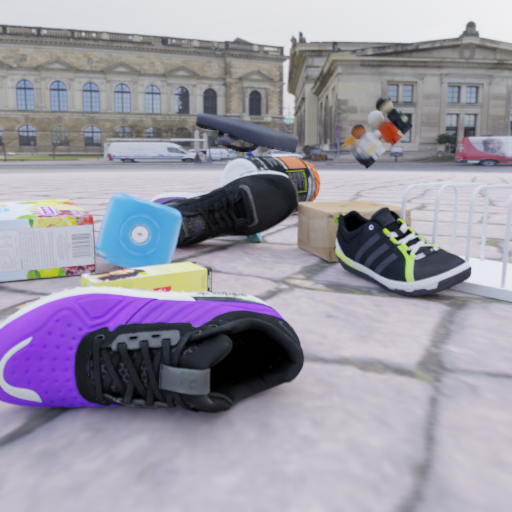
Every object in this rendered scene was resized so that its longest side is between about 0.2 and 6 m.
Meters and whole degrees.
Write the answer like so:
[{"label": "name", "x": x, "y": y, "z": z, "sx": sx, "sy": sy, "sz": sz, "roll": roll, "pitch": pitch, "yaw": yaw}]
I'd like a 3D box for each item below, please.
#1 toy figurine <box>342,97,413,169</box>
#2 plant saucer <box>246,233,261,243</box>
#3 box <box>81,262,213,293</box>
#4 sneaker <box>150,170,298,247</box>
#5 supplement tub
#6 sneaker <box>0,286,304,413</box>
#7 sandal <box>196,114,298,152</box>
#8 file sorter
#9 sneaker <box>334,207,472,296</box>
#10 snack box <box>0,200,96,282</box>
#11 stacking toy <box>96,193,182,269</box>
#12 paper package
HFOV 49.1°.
[{"label": "toy figurine", "x": 1.575, "y": -1.628, "z": 7.428, "sx": 0.786, "sy": 0.555, "sz": 0.798, "roll": -42, "pitch": -2, "yaw": -3}, {"label": "plant saucer", "x": -0.244, "y": -0.927, "z": 12.687, "sx": 0.270, "sy": 0.995, "sz": 2.847, "roll": -33, "pitch": 10, "yaw": 6}, {"label": "box", "x": -1.363, "y": 0.370, "z": 7.131, "sx": 1.565, "sy": 0.392, "sz": 0.589, "roll": -6, "pitch": 13, "yaw": -33}, {"label": "sneaker", "x": -0.830, "y": -0.677, "z": 10.648, "sx": 3.307, "sy": 1.252, "sz": 1.448, "roll": -11, "pitch": 19, "yaw": 20}, {"label": "supplement tub", "x": 0.482, "y": -1.987, "z": 15.911, "sx": 1.715, "sy": 1.715, "sz": 2.800, "roll": 10, "pitch": 14, "yaw": 41}, {"label": "sneaker", "x": -0.721, "y": 0.723, "z": 4.084, "sx": 2.393, "sy": 0.832, "sz": 1.190, "roll": -4, "pitch": 12, "yaw": -22}, {"label": "sandal", "x": -0.286, "y": -1.890, "z": 8.964, "sx": 0.890, "sy": 0.501, "sz": 2.341, "roll": 1, "pitch": 19, "yaw": -35}, {"label": "file sorter", "x": 3.353, "y": -0.293, "z": 7.888, "sx": 1.586, "sy": 1.423, "sz": 2.286, "roll": -8, "pitch": 13, "yaw": -39}, {"label": "sneaker", "x": 1.845, "y": -0.153, "z": 7.817, "sx": 0.861, "sy": 0.994, "sz": 2.401, "roll": -23, "pitch": 21, "yaw": -28}, {"label": "snack box", "x": -4.277, "y": -0.276, "z": 8.874, "sx": 2.978, "sy": 1.008, "sz": 2.512, "roll": -7, "pitch": 13, "yaw": -26}, {"label": "stacking toy", "x": -2.057, "y": -0.313, "z": 9.460, "sx": 1.181, "sy": 1.117, "sz": 2.035, "roll": 16, "pitch": -5, "yaw": -16}, {"label": "paper package", "x": 1.742, "y": -0.490, "z": 10.285, "sx": 1.661, "sy": 0.901, "sz": 1.742, "roll": -3, "pitch": 11, "yaw": -15}]
